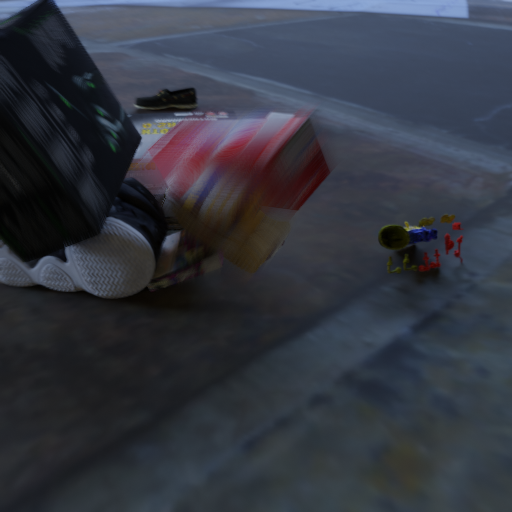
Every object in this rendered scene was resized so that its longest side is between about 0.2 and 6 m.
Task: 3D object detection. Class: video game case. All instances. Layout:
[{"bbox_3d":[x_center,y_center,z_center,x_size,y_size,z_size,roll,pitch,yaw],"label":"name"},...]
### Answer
[{"bbox_3d":[-1.095,-0.049,8.911,1.216,0.240,1.341,-20,28,10],"label":"video game case"}]

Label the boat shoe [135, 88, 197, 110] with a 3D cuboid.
[{"bbox_3d":[-2.634,-4.599,16.324,1.820,0.570,0.666,-6,33,-7],"label":"boat shoe"}]

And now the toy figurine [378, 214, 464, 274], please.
[{"bbox_3d":[2.542,-0.188,9.417,1.613,0.851,0.966,-10,5,-20],"label":"toy figurine"}]

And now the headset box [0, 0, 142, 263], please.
[{"bbox_3d":[-2.943,-1.811,7.601,1.302,2.445,2.808,-18,37,19],"label":"headset box"}]

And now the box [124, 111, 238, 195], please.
[{"bbox_3d":[-2.098,-2.319,12.355,3.554,0.859,2.815,-3,32,-4],"label":"box"}]

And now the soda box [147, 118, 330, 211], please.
[{"bbox_3d":[-0.373,-1.568,9.327,3.072,1.075,0.974,12,50,43],"label":"soda box"}]

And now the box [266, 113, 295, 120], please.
[{"bbox_3d":[0.618,-3.417,14.581,0.656,0.374,0.713,9,33,14],"label":"box"}]

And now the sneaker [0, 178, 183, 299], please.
[{"bbox_3d":[-3.007,-0.454,9.043,3.646,1.376,2.075,11,29,13],"label":"sneaker"}]

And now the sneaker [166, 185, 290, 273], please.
[{"bbox_3d":[-0.436,-0.581,8.224,2.049,0.768,0.923,37,68,28],"label":"sneaker"}]
